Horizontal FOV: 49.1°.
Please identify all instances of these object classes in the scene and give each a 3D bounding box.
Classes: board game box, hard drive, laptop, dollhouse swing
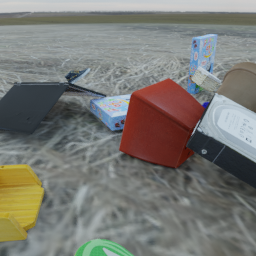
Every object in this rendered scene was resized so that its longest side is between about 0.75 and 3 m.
[{"bbox_3d":[0.337,-0.645,9.061,2.637,0.483,1.995,-12,24,-22],"label":"board game box"},{"bbox_3d":[3.048,-2.643,11.491,0.395,2.158,1.633,18,31,35],"label":"board game box"},{"bbox_3d":[2.646,0.464,5.374,2.780,0.526,1.942,33,36,9],"label":"hard drive"},{"bbox_3d":[-2.642,-0.607,8.938,2.610,1.616,2.788,7,-2,34],"label":"laptop"},{"bbox_3d":[-2.291,0.903,4.806,1.366,1.321,1.503,-2,24,-5],"label":"dollhouse swing"}]

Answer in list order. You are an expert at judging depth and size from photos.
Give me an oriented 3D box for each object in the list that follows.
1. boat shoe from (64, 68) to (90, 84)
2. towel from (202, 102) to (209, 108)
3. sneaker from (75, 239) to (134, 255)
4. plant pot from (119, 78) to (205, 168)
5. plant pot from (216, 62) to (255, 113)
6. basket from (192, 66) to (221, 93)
[{"bbox_3d":[-1.701,-1.812,9.339,0.874,0.397,0.309,-34,18,13],"label":"boat shoe"},{"bbox_3d":[3.016,-0.667,9.494,0.711,0.239,0.963,-7,26,-13],"label":"towel"},{"bbox_3d":[0.231,1.946,2.752,0.998,1.126,2.695,-15,28,-28],"label":"sneaker"},{"bbox_3d":[0.963,-0.021,6.673,1.445,1.638,1.640,32,37,26],"label":"plant pot"},{"bbox_3d":[3.325,-0.888,8.511,1.534,1.759,1.759,-36,38,-20],"label":"plant pot"},{"bbox_3d":[3.003,-1.850,10.802,0.952,0.588,0.646,18,26,-39],"label":"basket"}]
